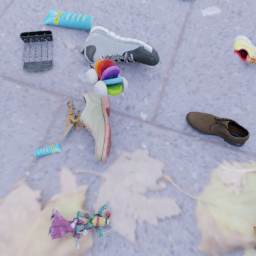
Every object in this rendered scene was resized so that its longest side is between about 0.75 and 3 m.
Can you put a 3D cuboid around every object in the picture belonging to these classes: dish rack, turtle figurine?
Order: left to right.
[{"bbox_3d":[-3.321,-2.803,10.257,1.212,0.431,1.580,-6,67,-1],"label":"dish rack"},{"bbox_3d":[-0.839,2.615,7.819,1.180,0.594,0.883,5,64,-18],"label":"turtle figurine"}]

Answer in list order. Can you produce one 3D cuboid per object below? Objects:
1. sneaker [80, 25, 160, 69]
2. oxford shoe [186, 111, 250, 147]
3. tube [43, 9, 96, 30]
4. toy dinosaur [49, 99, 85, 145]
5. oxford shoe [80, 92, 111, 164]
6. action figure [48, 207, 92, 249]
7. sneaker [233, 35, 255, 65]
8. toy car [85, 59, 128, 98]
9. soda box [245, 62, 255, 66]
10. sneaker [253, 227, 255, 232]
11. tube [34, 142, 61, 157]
[{"bbox_3d":[-0.445,-2.386,9.840,2.881,1.081,1.664,27,74,22],"label":"sneaker"},{"bbox_3d":[2.860,-0.130,8.891,2.056,0.868,0.747,20,70,10],"label":"oxford shoe"},{"bbox_3d":[-2.252,-4.189,10.860,2.034,0.513,0.788,13,60,12],"label":"tube"},{"bbox_3d":[-1.879,-0.117,9.170,0.909,0.517,1.711,-3,59,25],"label":"toy dinosaur"},{"bbox_3d":[-1.019,-0.049,8.842,0.951,0.911,2.575,-3,56,-4],"label":"oxford shoe"},{"bbox_3d":[-1.611,2.801,7.899,1.199,0.892,0.803,7,107,-12],"label":"action figure"},{"bbox_3d":[3.058,-1.780,6.989,1.142,0.446,0.515,30,64,-7],"label":"sneaker"},{"bbox_3d":[-0.554,-1.474,7.982,1.030,0.883,1.177,-18,59,-33],"label":"toy car"},{"bbox_3d":[5.006,-2.708,10.169,1.481,0.506,0.470,-13,68,-5],"label":"soda box"},{"bbox_3d":[4.259,2.634,7.879,1.556,0.544,0.700,-33,74,-11],"label":"sneaker"},{"bbox_3d":[-2.562,0.718,8.905,0.806,0.203,0.312,-16,81,-11],"label":"tube"}]
